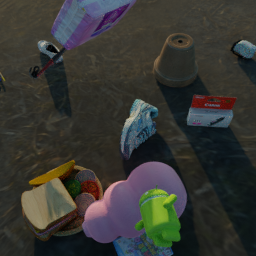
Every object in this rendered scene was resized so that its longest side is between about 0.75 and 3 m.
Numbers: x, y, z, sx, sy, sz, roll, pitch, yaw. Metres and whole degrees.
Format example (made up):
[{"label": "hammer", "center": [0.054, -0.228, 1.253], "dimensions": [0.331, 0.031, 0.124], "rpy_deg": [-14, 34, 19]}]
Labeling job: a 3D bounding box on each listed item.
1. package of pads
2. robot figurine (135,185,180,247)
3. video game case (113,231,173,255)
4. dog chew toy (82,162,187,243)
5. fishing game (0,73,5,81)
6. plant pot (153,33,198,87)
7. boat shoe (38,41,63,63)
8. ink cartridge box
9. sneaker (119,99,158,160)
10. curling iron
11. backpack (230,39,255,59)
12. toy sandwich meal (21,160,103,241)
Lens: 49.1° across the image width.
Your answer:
[{"label": "package of pads", "center": [-1.102, -3.885, 9.435], "dimensions": [1.096, 1.746, 2.898], "rpy_deg": [51, 45, -7]}, {"label": "robot figurine", "center": [0.616, 1.737, 5.587], "dimensions": [0.676, 1.026, 1.169], "rpy_deg": [18, 37, -32]}, {"label": "video game case", "center": [0.392, 3.223, 7.565], "dimensions": [1.361, 0.121, 0.974], "rpy_deg": [-20, 56, -14]}, {"label": "dog chew toy", "center": [0.118, 2.081, 7.518], "dimensions": [2.811, 1.750, 1.750], "rpy_deg": [-25, 57, -7]}, {"label": "fishing game", "center": [-5.838, -1.808, 11.183], "dimensions": [1.680, 0.261, 1.203], "rpy_deg": [-25, 55, -17]}, {"label": "plant pot", "center": [1.942, -2.795, 11.078], "dimensions": [1.825, 1.591, 1.825], "rpy_deg": [-1, 53, 1]}, {"label": "boat shoe", "center": [-3.438, -3.464, 12.211], "dimensions": [0.582, 0.532, 1.618], "rpy_deg": [-31, 60, -21]}, {"label": "ink cartridge box", "center": [2.863, -0.548, 9.617], "dimensions": [1.457, 1.264, 0.317], "rpy_deg": [4, 54, 3]}, {"label": "sneaker", "center": [0.402, 0.038, 9.410], "dimensions": [1.061, 0.954, 2.457], "rpy_deg": [16, 55, 7]}, {"label": "curling iron", "center": [-2.728, -2.353, 9.752], "dimensions": [1.773, 0.227, 0.439], "rpy_deg": [-40, 106, -5]}, {"label": "backpack", "center": [5.055, -3.426, 12.157], "dimensions": [0.772, 0.586, 0.925], "rpy_deg": [-32, 61, -23]}, {"label": "toy sandwich meal", "center": [-1.888, 1.967, 8.046], "dimensions": [2.393, 0.820, 2.393], "rpy_deg": [0, 54, 0]}]
